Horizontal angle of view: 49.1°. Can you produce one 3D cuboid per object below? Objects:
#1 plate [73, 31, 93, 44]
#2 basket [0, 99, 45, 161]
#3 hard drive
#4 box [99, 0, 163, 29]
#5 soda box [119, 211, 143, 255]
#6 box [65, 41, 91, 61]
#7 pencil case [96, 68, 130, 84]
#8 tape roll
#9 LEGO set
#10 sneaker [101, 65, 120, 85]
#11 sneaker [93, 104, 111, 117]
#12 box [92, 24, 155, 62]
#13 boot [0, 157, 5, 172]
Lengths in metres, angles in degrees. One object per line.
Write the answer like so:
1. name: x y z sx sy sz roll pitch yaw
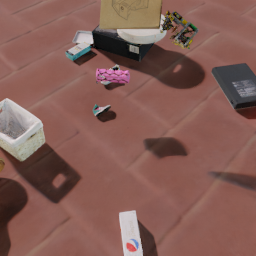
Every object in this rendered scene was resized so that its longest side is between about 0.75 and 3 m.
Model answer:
1. plate: -2.212 -4.621 14.403 1.055 0.171 1.053 7 52 5
2. basket: -4.025 0.077 9.929 1.917 1.183 1.300 31 57 22
3. hard drive: 4.825 -1.861 12.009 1.660 0.391 2.379 -9 51 -7
4. box: 0.107 -4.159 9.329 2.094 0.223 1.712 5 92 15
5. soda box: 0.086 3.132 7.905 0.497 0.465 1.460 -6 52 -5
6. box: -2.404 -3.748 13.609 0.497 0.297 1.207 35 59 25
7. pencil case: -0.545 -1.890 10.249 1.240 0.581 0.563 1 93 -2
8. tape roll: 0.656 -4.771 13.065 2.378 0.435 2.378 0 51 0
9. LEGO set: 1.497 -2.957 8.851 1.354 1.042 0.785 42 76 -9
10. sneaker: -0.798 -2.362 12.396 0.444 0.447 1.234 27 57 19
11. sneaker: -1.102 -0.803 11.222 0.761 0.318 0.459 -32 67 -22
12. box: -0.169 -4.467 13.727 2.599 1.025 1.834 22 57 17
13. boot: -4.435 2.146 8.412 1.886 0.932 2.429 38 59 26
